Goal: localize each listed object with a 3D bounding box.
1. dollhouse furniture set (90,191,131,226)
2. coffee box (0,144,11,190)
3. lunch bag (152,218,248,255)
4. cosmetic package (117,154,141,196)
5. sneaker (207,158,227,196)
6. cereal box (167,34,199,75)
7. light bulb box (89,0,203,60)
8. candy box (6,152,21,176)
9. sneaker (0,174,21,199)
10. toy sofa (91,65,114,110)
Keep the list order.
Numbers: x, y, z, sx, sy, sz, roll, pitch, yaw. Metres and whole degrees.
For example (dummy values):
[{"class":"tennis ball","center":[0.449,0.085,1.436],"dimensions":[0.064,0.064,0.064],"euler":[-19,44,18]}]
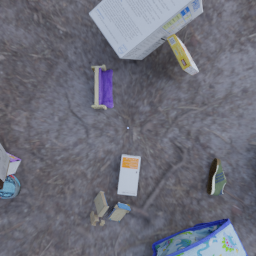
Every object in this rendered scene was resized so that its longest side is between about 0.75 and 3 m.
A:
[{"class":"dollhouse furniture set","center":[-0.617,2.800,9.583],"dimensions":[1.080,0.704,1.019],"euler":[22,112,-29]},{"class":"coffee box","center":[-4.150,0.620,7.034],"dimensions":[1.466,2.564,1.022],"euler":[-1,55,-2]},{"class":"lunch bag","center":[2.407,4.402,8.763],"dimensions":[2.765,1.762,2.351],"euler":[-27,88,9]},{"class":"cosmetic package","center":[0.035,1.584,9.506],"dimensions":[0.664,0.466,1.309],"euler":[6,89,0]},{"class":"sneaker","center":[3.103,1.693,9.565],"dimensions":[0.566,0.423,1.260],"euler":[13,85,-12]},{"class":"cereal box","center":[1.711,-2.205,8.594],"dimensions":[0.295,1.493,1.074],"euler":[-29,83,22]},{"class":"light bulb box","center":[0.675,-3.405,8.239],"dimensions":[2.563,2.540,1.599],"euler":[-35,91,20]},{"class":"candy box","center":[-4.501,0.977,9.102],"dimensions":[1.563,1.311,0.559],"euler":[27,88,1]},{"class":"sneaker","center":[-4.682,1.767,9.189],"dimensions":[2.256,1.078,0.895],"euler":[22,88,1]},{"class":"toy sofa","center":[-0.865,-1.374,9.549],"dimensions":[0.712,0.604,1.459],"euler":[0,88,1]}]
